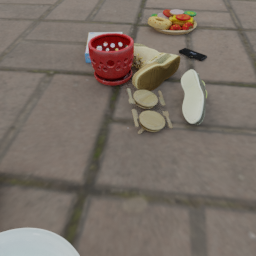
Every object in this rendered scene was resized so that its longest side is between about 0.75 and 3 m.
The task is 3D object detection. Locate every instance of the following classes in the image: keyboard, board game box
[{"bbox_3d":[2.649,-3.042,11.655,1.131,0.145,0.679,30,44,31],"label":"keyboard"},{"bbox_3d":[-0.966,-3.467,11.908,1.572,0.414,2.054,-1,42,-1],"label":"board game box"}]

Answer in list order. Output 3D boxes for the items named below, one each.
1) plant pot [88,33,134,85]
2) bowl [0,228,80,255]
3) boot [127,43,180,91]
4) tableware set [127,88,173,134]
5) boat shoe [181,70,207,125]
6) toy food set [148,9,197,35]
[{"bbox_3d":[-0.585,-2.409,9.954,1.579,1.438,1.579,1,42,-1],"label":"plant pot"},{"bbox_3d":[-1.729,2.897,4.269,2.416,1.086,2.416,0,42,0],"label":"bowl"},{"bbox_3d":[0.491,-2.318,10.221,1.956,0.916,2.517,30,47,27],"label":"boot"},{"bbox_3d":[0.603,-0.511,8.666,1.183,0.359,1.790,2,46,-14],"label":"tableware set"},{"bbox_3d":[2.135,-0.925,8.765,0.761,0.637,2.130,-30,41,35],"label":"boat shoe"},{"bbox_3d":[2.226,-5.291,13.839,2.351,0.572,2.327,12,43,13],"label":"toy food set"}]
